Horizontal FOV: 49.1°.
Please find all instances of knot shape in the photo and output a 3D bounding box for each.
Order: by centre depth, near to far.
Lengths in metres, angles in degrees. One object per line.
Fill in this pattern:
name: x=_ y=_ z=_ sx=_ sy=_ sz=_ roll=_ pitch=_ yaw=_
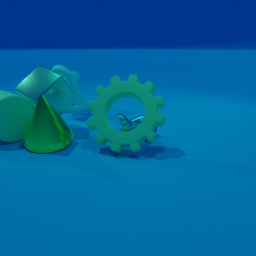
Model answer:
knot shape: x=0.117 y=-0.077 z=7.970 sx=1.264 sy=0.584 sz=1.183 roll=-5 pitch=17 yaw=-38
knot shape: x=-2.123 y=-1.481 z=10.255 sx=0.826 sy=1.787 sz=1.672 roll=-16 pitch=16 yaw=2

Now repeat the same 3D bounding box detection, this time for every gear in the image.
gear: x=-0.059 y=-0.352 z=6.859 sx=1.894 sy=1.894 sz=0.350 roll=3 pitch=-12 yaw=11

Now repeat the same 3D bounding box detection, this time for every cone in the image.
cone: x=-2.061 y=-0.282 z=6.949 sx=1.296 sy=1.300 sz=1.296 roll=1 pitch=36 yaw=-1

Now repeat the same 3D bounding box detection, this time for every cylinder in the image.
cylinder: x=-3.401 y=-0.353 z=7.777 sx=1.264 sy=1.264 sz=1.264 roll=-16 pitch=23 yaw=-41

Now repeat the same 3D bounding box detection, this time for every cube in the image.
cube: x=-2.402 y=-1.000 z=8.292 sx=1.062 sy=1.062 sz=1.062 roll=29 pitch=71 yaw=32
